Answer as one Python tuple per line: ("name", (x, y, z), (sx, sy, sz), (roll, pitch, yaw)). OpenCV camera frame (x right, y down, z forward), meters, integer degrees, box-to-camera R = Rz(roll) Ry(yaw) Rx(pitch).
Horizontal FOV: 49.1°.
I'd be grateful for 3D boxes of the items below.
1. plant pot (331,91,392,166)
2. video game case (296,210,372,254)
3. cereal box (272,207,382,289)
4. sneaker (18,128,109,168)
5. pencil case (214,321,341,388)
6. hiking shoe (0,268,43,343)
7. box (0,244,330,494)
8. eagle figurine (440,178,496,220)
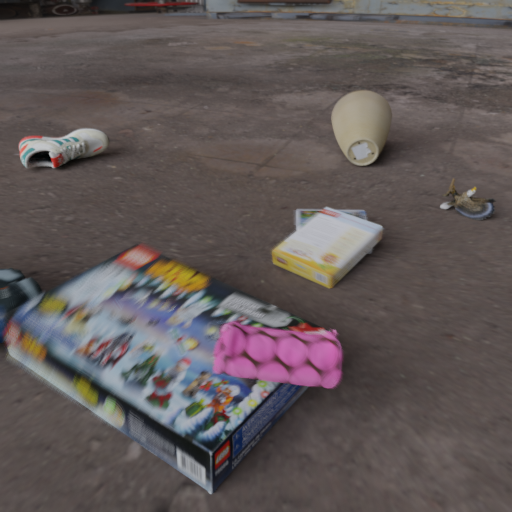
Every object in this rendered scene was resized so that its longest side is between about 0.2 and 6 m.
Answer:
("plant pot", (2.881, -3.319, 15.326), (1.689, 1.689, 1.803), (4, 44, 7))
("video game case", (1.557, -0.516, 11.450), (1.455, 0.160, 1.326), (1, 39, 2))
("cereal box", (1.368, -0.211, 10.625), (1.314, 0.361, 1.826), (24, 46, 33))
("sneaker", (-5.125, -2.758, 15.058), (2.378, 0.837, 1.112), (-9, 43, -15))
("pencil case", (0.254, 1.155, 6.704), (1.485, 0.696, 0.674), (8, -6, -8))
("hiking shoe", (-4.849, 0.577, 8.751), (3.033, 1.128, 1.315), (12, 31, 19))
("box", (-1.254, 1.218, 7.856), (3.823, 0.762, 2.617), (22, 36, 28))
("eagle figurine", (4.759, -1.221, 12.533), (1.061, 0.801, 0.805), (35, 81, 2))
